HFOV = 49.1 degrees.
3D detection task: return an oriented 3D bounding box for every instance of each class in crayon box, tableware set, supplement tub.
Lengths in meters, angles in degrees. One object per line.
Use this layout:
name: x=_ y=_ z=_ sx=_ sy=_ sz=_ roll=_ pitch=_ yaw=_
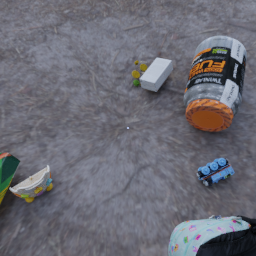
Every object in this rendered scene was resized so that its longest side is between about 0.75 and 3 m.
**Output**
crayon box: x=-3.864 y=1.684 z=7.256 sx=1.376 sy=0.551 sz=2.168 roll=-3 pitch=55 yaw=27
tableware set: x=0.415 y=-1.926 z=9.908 sx=0.678 sy=0.154 sz=1.007 roll=0 pitch=72 yaw=-23
supplement tub: x=2.717 y=-1.375 z=8.760 sx=1.686 sy=1.686 sz=2.752 roll=14 pitch=61 yaw=9

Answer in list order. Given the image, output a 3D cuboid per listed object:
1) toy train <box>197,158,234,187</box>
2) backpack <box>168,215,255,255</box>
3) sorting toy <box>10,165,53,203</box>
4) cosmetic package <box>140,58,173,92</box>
toy train: x=2.430 y=1.234 z=7.830 sx=1.006 sy=0.436 sz=0.575 roll=-25 pitch=82 yaw=-10
backpack: x=1.902 y=2.737 z=6.139 sx=1.974 sy=1.249 sz=1.647 roll=5 pitch=88 yaw=-28
sorting toy: x=-2.447 y=1.459 z=7.301 sx=1.169 sy=1.052 sz=0.624 roll=-32 pitch=82 yaw=-22
cosmetic package: x=0.981 y=-1.833 z=9.553 sx=0.609 sy=0.428 sz=1.200 roll=20 pitch=59 yaw=31
